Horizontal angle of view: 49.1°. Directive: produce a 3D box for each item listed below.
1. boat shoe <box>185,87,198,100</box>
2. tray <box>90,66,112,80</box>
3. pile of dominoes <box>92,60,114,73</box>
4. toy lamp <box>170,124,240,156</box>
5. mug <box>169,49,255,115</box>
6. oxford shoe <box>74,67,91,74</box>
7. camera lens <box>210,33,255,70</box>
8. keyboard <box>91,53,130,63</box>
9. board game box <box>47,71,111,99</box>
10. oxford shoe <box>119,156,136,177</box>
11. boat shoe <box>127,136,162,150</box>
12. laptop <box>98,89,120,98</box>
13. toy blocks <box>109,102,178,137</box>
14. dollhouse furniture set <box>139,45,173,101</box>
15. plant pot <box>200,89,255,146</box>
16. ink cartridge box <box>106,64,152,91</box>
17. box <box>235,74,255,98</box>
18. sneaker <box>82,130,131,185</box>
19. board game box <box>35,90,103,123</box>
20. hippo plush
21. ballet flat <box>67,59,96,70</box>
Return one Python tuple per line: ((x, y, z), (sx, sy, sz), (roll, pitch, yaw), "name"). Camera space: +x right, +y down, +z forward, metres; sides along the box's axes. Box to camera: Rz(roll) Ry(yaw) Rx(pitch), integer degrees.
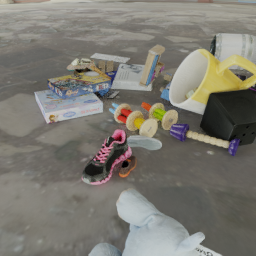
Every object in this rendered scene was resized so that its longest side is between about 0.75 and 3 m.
((2.924, -1.072, 10.393), (1.887, 0.591, 0.691), (3, 50, -41), "boat shoe")
((-1.329, -2.684, 13.731), (1.035, 0.192, 0.510), (30, 5, -36), "tray")
((-1.397, -3.321, 15.636), (1.214, 0.248, 1.558), (-5, 38, 0), "pile of dominoes")
((2.426, 0.327, 9.094), (2.174, 0.633, 0.633), (19, 36, 24), "toy lamp")
((3.124, -1.326, 10.038), (2.247, 2.192, 2.737), (24, 5, -21), "mug")
((-1.936, -2.605, 13.876), (1.734, 0.732, 0.630), (10, 30, 13), "oxford shoe")
((5.743, -4.183, 15.362), (2.341, 1.873, 1.873), (5, 31, 9), "camera lens")
((-1.120, -4.357, 17.388), (2.475, 0.132, 0.696), (14, 34, 22), "keyboard")
((-2.094, -1.907, 12.089), (2.280, 0.395, 1.545), (-18, 34, -31), "board game box")
((0.024, 1.034, 8.134), (0.324, 0.330, 0.910), (11, 33, 18), "oxford shoe")
((0.529, 0.401, 9.091), (1.187, 0.436, 0.396), (8, 33, 15), "boat shoe")
((-0.909, -1.707, 12.585), (0.819, 0.474, 0.766), (6, 31, 23), "laptop")
((0.471, -0.538, 10.337), (1.789, 0.779, 2.146), (-22, 37, -31), "toy blocks")
((2.106, -2.414, 12.276), (2.472, 1.613, 2.334), (26, 36, 11), "dollhouse furniture set")
((3.495, -0.221, 9.278), (1.529, 1.532, 1.359), (-7, 45, -12), "plant pot")
((-0.011, -2.613, 14.082), (2.509, 0.509, 2.504), (2, 31, 4), "ink cartridge box")
((4.764, -1.927, 12.754), (2.996, 0.541, 2.142), (16, 33, 16), "box")
((-0.620, 0.740, 8.002), (0.826, 0.997, 2.090), (17, 36, 23), "sneaker")
((-2.468, -1.081, 11.527), (2.261, 0.465, 2.255), (-13, 32, -21), "board game box")
((0.309, 2.453, 4.958), (1.845, 1.827, 2.294), (-49, 33, -15), "hippo plush")
((-2.598, -3.545, 15.422), (1.722, 0.579, 0.586), (-1, 40, 9), "ballet flat")
